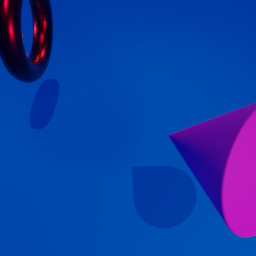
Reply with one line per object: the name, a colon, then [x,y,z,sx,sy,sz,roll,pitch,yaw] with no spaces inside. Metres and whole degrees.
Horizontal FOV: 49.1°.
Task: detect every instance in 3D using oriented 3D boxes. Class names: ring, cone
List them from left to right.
ring: [-1.859,-1.895,5.203,0.419,2.095,2.095,5,47,1]
cone: [1.083,0.278,3.673,1.593,1.593,1.599,-31,28,-26]
